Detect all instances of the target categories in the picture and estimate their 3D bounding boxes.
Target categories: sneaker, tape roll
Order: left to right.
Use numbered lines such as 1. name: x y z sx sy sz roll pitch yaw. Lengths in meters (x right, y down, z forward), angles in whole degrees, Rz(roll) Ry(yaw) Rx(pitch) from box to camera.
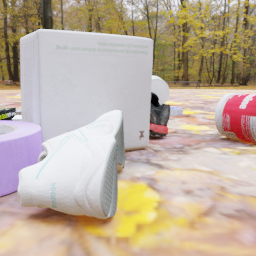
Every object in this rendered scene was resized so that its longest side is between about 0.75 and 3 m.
1. tape roll: -2.475 0.396 4.208 2.279 0.748 2.279 0 9 0
2. sneaker: -0.615 0.320 4.015 1.128 0.990 2.815 -2 10 5
3. sneaker: 0.276 -0.561 7.515 2.096 1.024 0.741 26 13 32

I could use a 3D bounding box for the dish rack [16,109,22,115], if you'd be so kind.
1. dish rack: -4.769 -0.593 11.442 1.065 0.270 1.241 5 11 31

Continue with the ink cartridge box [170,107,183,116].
1. ink cartridge box: 1.575 -0.692 11.892 1.390 0.307 0.653 -2 11 -14

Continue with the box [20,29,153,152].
1. box: -0.972 -0.763 6.065 2.345 2.357 2.019 -5 15 -28

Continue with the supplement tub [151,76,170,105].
1. supplement tub: 1.066 -1.914 14.935 1.719 1.719 2.380 -3 10 -17

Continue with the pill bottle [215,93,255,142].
1. pill bottle: 3.182 -0.211 6.504 1.158 1.158 2.063 -7 11 -35

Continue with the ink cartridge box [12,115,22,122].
1. ink cartridge box: -3.563 -0.304 9.891 0.884 0.222 1.018 -2 10 -15

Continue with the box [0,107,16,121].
1. box: -5.312 -0.393 9.606 2.169 0.515 2.095 -1 8 1
